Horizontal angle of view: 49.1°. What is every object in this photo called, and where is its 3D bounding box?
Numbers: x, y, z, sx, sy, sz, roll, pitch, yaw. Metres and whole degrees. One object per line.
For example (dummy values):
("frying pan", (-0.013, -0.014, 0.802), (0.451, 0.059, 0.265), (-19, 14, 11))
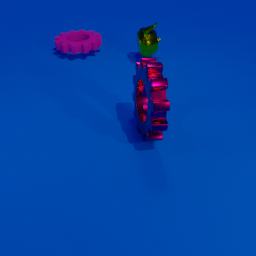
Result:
("teapot", (0.743, -3.043, 9.779), (0.818, 1.671, 1.039), (-11, 66, -3))
("gear", (0.479, -0.637, 6.501), (0.349, 1.889, 1.889), (-4, 39, -11))
("gear", (-1.887, -3.296, 10.659), (1.727, 0.319, 1.727), (-1, 37, 1))
